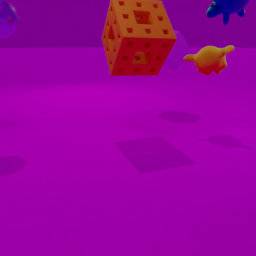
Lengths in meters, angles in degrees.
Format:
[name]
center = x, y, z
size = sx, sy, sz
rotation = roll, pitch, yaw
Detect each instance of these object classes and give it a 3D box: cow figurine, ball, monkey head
[cow figurine]
center = 0.948, -1.931, 3.430
size = 0.698, 1.251, 1.272
rotation = -30, 29, -17
[ball]
center = -3.133, -2.616, 6.709
size = 0.913, 0.913, 0.913
rotation = 0, 18, 0
[monkey head]
center = 2.352, -2.050, 8.025
size = 1.370, 0.825, 0.985
rotation = -7, 54, 27

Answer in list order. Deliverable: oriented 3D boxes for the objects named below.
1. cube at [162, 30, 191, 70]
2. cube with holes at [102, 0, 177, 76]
[cube]
center = 1.507, -2.913, 10.376
size = 1.006, 1.006, 1.006
rotation = 31, -5, 45
[cube with holes]
center = 0.213, -2.346, 7.355
size = 1.374, 1.374, 1.374
rotation = -4, 62, -19
